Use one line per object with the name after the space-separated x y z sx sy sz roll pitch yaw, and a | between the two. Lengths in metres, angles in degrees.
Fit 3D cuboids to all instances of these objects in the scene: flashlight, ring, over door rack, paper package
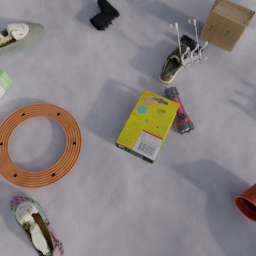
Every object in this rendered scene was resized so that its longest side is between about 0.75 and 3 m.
1.644 -0.603 9.243 0.550 0.548 1.618 -18 72 -6 | flashlight
-2.876 0.518 8.973 2.831 0.272 2.831 0 70 0 | ring
2.169 -2.982 9.645 1.150 0.518 1.556 -25 101 -36 | over door rack
3.448 -3.634 9.886 1.393 1.461 0.756 29 72 10 | paper package

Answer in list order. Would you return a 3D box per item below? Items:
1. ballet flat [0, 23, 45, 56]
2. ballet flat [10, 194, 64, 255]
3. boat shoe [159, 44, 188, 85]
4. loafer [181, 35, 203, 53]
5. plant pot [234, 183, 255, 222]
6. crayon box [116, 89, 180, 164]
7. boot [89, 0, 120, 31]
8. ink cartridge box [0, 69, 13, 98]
-4.329 -3.211 10.037 2.777 0.885 0.936 -29 72 -11 | ballet flat
-2.609 2.751 7.826 0.793 0.817 2.295 -36 73 -13 | ballet flat
1.674 -2.334 9.865 0.632 0.582 1.770 30 72 11 | boat shoe
2.349 -3.086 10.281 0.960 0.337 0.326 40 74 13 | loafer
3.745 2.075 8.098 0.887 0.912 0.912 -35 73 -21 | plant pot
0.662 -0.073 9.036 1.338 0.535 2.108 26 72 9 | crayon box
-1.037 -4.349 10.724 1.023 0.462 1.249 -42 74 -9 | boot
-5.179 -1.116 9.297 1.354 0.778 2.312 27 72 10 | ink cartridge box
